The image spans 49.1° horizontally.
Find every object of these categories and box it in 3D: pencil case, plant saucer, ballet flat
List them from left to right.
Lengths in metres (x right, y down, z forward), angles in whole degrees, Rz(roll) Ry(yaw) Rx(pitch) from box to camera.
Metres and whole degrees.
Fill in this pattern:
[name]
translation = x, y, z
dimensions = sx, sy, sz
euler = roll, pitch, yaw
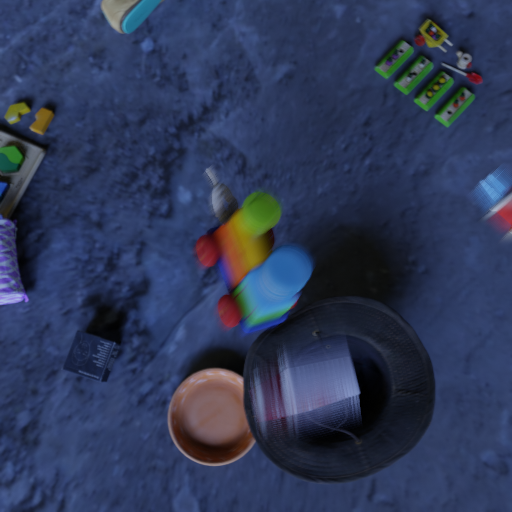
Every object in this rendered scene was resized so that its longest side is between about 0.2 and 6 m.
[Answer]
[pencil case]
translation = -4.762, 0.097, 10.497
dimensions = 0.706, 0.693, 1.651
euler = -2, 73, -38
[ballet flat]
translation = -2.123, -5.886, 11.883
dimensions = 2.774, 0.952, 0.874
euler = -43, 80, -10
[plant saucer]
translation = -0.723, 2.836, 9.939
dimensions = 1.651, 0.309, 1.651
euler = 0, 76, 0

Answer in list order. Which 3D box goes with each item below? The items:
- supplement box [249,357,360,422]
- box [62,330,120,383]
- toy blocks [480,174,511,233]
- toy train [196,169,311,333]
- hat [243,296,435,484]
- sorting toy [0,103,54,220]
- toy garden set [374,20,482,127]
[supplement box]
translation = 0.583, 1.800, 7.418
dimensions = 0.889, 1.634, 0.497
euler = -7, 71, -20
[box]
translation = -2.967, 1.823, 10.118
dimensions = 0.751, 0.465, 0.738
euler = 18, 76, 5
[toy blocks]
translation = 4.044, -0.773, 8.741
dimensions = 1.364, 1.137, 0.495
euler = 48, 123, 0
[toy train]
translation = -0.142, -0.390, 7.166
dimensions = 1.050, 1.435, 2.480
euler = -14, 73, -23
[hat]
translation = 1.378, 2.280, 9.611
dimensions = 3.176, 1.281, 3.176
euler = -2, 73, 6
[sorting toy]
translation = -5.219, -2.066, 11.203
dimensions = 1.862, 0.335, 2.499
euler = 22, 76, 6
[toy garden set]
translation = 3.768, -3.915, 11.657
dimensions = 1.977, 0.395, 1.648
euler = 42, 79, 10
